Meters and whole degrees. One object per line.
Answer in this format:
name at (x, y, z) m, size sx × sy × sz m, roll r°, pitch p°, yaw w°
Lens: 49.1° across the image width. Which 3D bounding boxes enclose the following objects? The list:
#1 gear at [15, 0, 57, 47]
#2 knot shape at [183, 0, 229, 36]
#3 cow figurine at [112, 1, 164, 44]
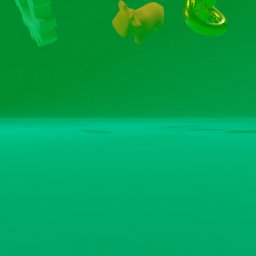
gear at (-1.838, -2.426, 5.300) m, size 0.308 × 1.668 × 1.668 m, roll -25°, pitch 11°, yaw -20°
knot shape at (1.312, -2.363, 5.115) m, size 0.648 × 1.313 × 1.403 m, roll -19°, pitch 30°, yaw 24°
cow figurine at (0.365, -3.179, 8.140) m, size 1.699 × 0.933 × 1.672 m, roll -36°, pitch -8°, yaw -7°
